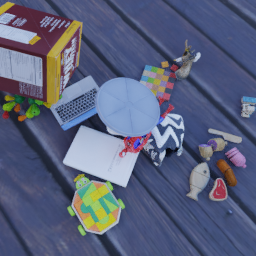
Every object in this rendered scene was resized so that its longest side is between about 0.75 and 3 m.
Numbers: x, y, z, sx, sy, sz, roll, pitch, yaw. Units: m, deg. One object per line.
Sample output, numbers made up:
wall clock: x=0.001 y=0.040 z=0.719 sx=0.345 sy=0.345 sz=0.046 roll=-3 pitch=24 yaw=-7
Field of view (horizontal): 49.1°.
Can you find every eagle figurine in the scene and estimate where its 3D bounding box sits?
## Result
eagle figurine: x=2.435 y=-2.777 z=11.710 sx=1.045 sy=1.051 sz=1.385 roll=-24 pitch=43 yaw=33

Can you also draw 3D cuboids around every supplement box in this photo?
supplement box: x=-3.528 y=-2.778 z=10.195 sx=2.928 sy=1.944 sz=2.888 roll=15 pitch=43 yaw=-1

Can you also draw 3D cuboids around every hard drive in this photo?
hard drive: x=-0.942 y=1.012 z=10.412 sx=2.443 sy=0.326 sz=1.612 roll=19 pitch=66 yaw=8

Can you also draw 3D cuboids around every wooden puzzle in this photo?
wooden puzzle: x=1.219 y=-1.914 z=11.757 sx=1.387 sy=0.164 sz=2.338 roll=16 pitch=68 yaw=7

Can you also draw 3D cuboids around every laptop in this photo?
laptop: x=-1.879 y=-1.054 z=10.761 sx=2.172 sy=1.344 sz=2.320 roll=-30 pitch=70 yaw=-13

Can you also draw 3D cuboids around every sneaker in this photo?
sneaker: x=0.673 y=0.484 z=10.195 sx=2.877 sy=1.148 sz=1.872 roll=3 pitch=58 yaw=-9

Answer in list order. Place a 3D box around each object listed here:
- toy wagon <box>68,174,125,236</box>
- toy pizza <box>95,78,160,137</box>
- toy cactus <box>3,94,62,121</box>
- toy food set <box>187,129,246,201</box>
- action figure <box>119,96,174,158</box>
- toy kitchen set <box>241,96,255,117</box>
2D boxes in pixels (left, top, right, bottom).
toy wagon: x=-1.242 y=2.540 z=9.731 sx=1.696 sy=0.433 sz=2.186 roll=-32 pitch=71 yaw=-13
toy pizza: x=-0.006 y=-0.701 z=9.444 sx=2.262 sy=0.358 sz=2.262 roll=8 pitch=62 yaw=-16
toy cactus: x=-3.855 y=-1.334 z=11.068 sx=2.344 sy=1.198 sz=1.934 roll=-20 pitch=59 yaw=6
toy food set: x=3.348 y=1.381 z=10.208 sx=1.823 sy=0.452 sz=2.868 roll=17 pitch=68 yaw=7
action figure: x=0.521 y=0.044 z=9.741 sx=0.826 sy=0.653 sz=2.525 roll=41 pitch=97 yaw=21
toy kitchen set: x=4.859 y=-0.912 z=11.031 sx=0.533 sy=0.725 sz=0.905 roll=8 pitch=67 yaw=4
